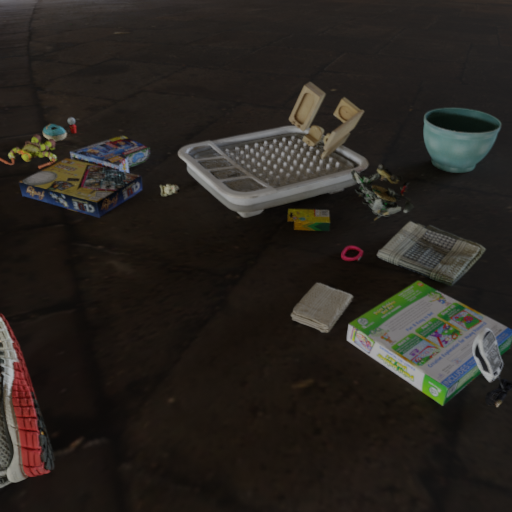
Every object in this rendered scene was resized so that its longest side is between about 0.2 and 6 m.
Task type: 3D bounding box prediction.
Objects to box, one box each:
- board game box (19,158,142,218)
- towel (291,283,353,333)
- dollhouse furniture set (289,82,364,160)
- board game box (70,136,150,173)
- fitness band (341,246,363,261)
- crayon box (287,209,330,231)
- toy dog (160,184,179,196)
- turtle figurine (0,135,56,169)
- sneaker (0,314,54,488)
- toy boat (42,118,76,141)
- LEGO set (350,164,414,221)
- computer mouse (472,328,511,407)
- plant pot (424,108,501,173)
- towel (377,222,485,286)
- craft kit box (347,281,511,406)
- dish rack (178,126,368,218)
[{"bbox_3d":[-4.310,-1.727,13.861,2.461,0.426,1.667,16,36,23],"label":"board game box"},{"bbox_3d":[1.179,0.918,10.036,0.766,0.199,1.156,20,38,25],"label":"towel"},{"bbox_3d":[1.433,-3.303,14.054,1.613,1.534,1.314,41,54,9],"label":"dollhouse furniture set"},{"bbox_3d":[-3.783,-2.571,15.065,1.706,0.526,1.705,-28,44,-36],"label":"board game box"},{"bbox_3d":[1.983,-0.046,11.592,0.390,0.102,0.543,16,35,23],"label":"fitness band"},{"bbox_3d":[1.181,-0.816,12.637,0.944,0.240,0.599,3,33,4],"label":"crayon box"},{"bbox_3d":[-2.101,-1.608,13.774,0.410,0.398,0.286,-12,68,18],"label":"toy dog"},{"bbox_3d":[-6.297,-2.972,15.668,1.661,0.535,1.340,3,33,4],"label":"turtle figurine"},{"bbox_3d":[-3.777,1.844,7.699,1.265,1.198,3.079,-18,37,-23],"label":"sneaker"},{"bbox_3d":[-5.998,-3.883,17.114,1.041,0.484,0.875,-29,42,-36],"label":"toy boat"},{"bbox_3d":[2.972,-1.410,13.270,1.582,0.690,2.436,45,33,21],"label":"LEGO set"},{"bbox_3d":[3.411,1.590,8.200,0.650,1.186,0.260,-31,16,-34],"label":"computer mouse"},{"bbox_3d":[5.419,-3.042,15.084,1.939,1.299,1.939,0,33,0],"label":"plant pot"},{"bbox_3d":[3.625,-0.124,11.530,1.664,0.298,1.728,24,40,32],"label":"towel"},{"bbox_3d":[2.844,1.321,9.212,1.937,0.470,1.913,-24,43,-32],"label":"craft kit box"},{"bbox_3d":[0.396,-2.154,14.121,4.015,0.874,3.446,-17,36,-25],"label":"dish rack"}]
